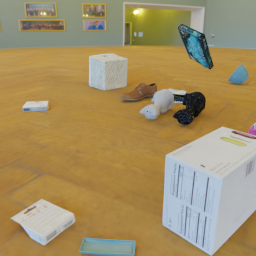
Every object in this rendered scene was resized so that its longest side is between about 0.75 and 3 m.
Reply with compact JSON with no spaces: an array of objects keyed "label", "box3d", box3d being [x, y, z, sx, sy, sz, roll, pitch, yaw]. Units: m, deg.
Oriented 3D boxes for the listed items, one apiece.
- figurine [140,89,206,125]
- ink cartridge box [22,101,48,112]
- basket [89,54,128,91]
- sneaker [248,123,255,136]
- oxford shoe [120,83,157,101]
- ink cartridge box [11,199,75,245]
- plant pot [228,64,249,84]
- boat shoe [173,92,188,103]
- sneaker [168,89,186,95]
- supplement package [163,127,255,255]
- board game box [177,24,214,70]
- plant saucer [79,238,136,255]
[{"label":"figurine","box3d":[1.895,-0.850,11.951,2.361,1.016,2.303,9,27,24]},{"label":"ink cartridge box","box3d":[-4.362,-1.039,13.321,1.096,0.239,0.951,-3,20,-8]},{"label":"basket","box3d":[-1.211,-3.450,17.375,1.954,1.971,1.585,-17,32,-36]},{"label":"sneaker","box3d":[5.104,0.469,8.229,2.960,1.204,1.306,19,26,22]},{"label":"oxford shoe","box3d":[0.570,-1.960,14.915,2.412,0.860,0.860,-18,28,-35]},{"label":"ink cartridge box","box3d":[-1.727,1.877,5.699,1.016,0.254,0.818,9,22,34]},{"label":"plant pot","box3d":[7.373,-3.393,18.381,0.888,1.319,1.319,42,36,15]},{"label":"boat shoe","box3d":[2.928,-1.576,14.321,1.571,0.521,0.587,2,21,4]},{"label":"sneaker","box3d":[2.699,-1.739,15.096,1.240,0.452,0.525,6,59,-15]},{"label":"supplement package","box3d":[1.820,1.106,5.684,2.097,1.633,1.163,-20,29,-41]},{"label":"board game box","box3d":[3.002,-3.557,12.347,0.289,2.051,1.387,-45,51,-2]},{"label":"plant saucer","box3d":[-0.362,2.173,5.086,0.983,0.093,0.344,2,21,4]}]
